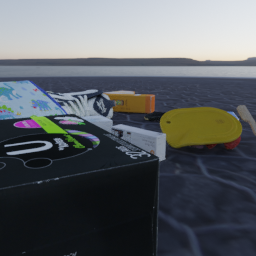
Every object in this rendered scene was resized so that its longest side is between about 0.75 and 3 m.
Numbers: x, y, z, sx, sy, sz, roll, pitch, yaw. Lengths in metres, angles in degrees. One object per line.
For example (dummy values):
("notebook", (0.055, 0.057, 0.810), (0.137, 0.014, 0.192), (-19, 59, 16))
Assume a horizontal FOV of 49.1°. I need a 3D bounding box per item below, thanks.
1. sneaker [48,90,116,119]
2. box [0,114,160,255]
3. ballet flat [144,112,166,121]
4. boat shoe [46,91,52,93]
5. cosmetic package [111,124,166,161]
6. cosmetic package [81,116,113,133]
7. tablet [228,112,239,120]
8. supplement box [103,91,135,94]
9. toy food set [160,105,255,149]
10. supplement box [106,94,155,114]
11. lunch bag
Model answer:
("sneaker", (-1.349, -0.571, 8.215), (1.866, 1.144, 2.867), (-9, 3, 7))
("box", (-0.880, 0.673, 2.677), (1.528, 1.279, 2.057), (-7, 15, -28))
("ballet flat", (1.173, -0.349, 9.572), (1.266, 0.360, 0.421), (-1, 36, 18))
("boat shoe", (-3.087, -0.907, 10.445), (0.809, 0.912, 2.439), (23, 4, 20))
("cosmetic package", (0.185, 0.303, 5.974), (1.323, 0.546, 0.335), (12, 20, 44))
("cosmetic package", (-0.926, -0.025, 7.518), (0.797, 0.490, 0.794), (-4, 14, -28))
("tablet", (3.377, -0.435, 10.171), (1.038, 0.109, 1.596), (3, 12, 13))
("supplement box", (-0.449, -1.532, 14.009), (0.916, 0.534, 1.453), (11, 17, 39))
("toy food set", (1.848, 0.146, 6.576), (2.267, 0.740, 1.334), (-3, 37, -6))
("supplement box", (-0.031, -1.028, 11.404), (2.166, 0.721, 0.745), (4, 13, 15))
("lunch bag", (-2.008, 0.086, 5.359), (2.042, 1.301, 1.736), (36, 25, 16))
